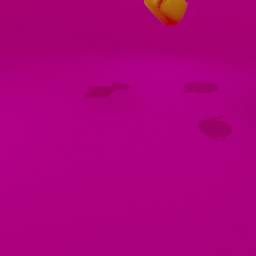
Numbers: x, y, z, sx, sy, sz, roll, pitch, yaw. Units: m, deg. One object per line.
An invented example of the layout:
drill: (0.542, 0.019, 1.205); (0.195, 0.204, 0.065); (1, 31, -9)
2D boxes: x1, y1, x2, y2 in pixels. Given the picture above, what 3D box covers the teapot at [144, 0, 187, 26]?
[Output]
teapot: (0.891, -2.791, 6.153); (1.002, 0.789, 1.611); (46, 24, 0)
